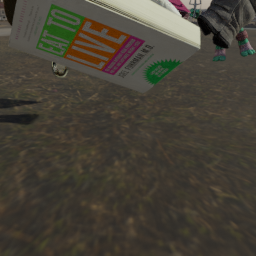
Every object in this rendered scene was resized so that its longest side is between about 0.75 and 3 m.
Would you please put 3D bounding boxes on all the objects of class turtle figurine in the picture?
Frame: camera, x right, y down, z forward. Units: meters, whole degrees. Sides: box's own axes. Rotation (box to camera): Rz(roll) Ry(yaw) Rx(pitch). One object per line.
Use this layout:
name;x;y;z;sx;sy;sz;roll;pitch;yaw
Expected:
turtle figurine;3.127;-3.521;8.814;1.968;2.629;1.324;3;32;43

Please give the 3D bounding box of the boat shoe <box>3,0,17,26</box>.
boat shoe;-2.251;-2.898;5.784;0.668;1.831;0.576;17;57;1

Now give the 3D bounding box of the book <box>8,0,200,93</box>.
book;-0.447;-1.522;4.708;2.721;0.654;1.818;15;-26;-23

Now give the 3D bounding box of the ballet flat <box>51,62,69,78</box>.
ballet flat;-2.004;-2.409;8.424;0.642;1.904;0.607;4;32;-8

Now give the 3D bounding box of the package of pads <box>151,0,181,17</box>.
package of pads;0.126;-2.675;7.497;1.700;2.201;0.751;37;22;-18

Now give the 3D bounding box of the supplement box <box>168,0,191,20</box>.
supplement box;0.797;-3.638;10.127;1.284;2.488;1.629;-9;60;-34

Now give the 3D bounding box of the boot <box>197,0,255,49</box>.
boot;1.952;-2.813;6.067;1.306;1.984;0.692;-46;14;-1
